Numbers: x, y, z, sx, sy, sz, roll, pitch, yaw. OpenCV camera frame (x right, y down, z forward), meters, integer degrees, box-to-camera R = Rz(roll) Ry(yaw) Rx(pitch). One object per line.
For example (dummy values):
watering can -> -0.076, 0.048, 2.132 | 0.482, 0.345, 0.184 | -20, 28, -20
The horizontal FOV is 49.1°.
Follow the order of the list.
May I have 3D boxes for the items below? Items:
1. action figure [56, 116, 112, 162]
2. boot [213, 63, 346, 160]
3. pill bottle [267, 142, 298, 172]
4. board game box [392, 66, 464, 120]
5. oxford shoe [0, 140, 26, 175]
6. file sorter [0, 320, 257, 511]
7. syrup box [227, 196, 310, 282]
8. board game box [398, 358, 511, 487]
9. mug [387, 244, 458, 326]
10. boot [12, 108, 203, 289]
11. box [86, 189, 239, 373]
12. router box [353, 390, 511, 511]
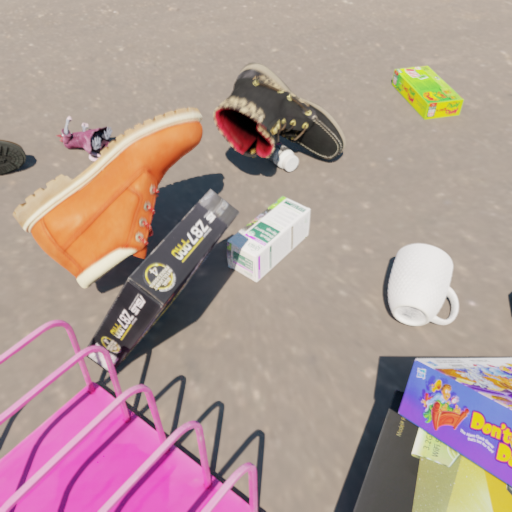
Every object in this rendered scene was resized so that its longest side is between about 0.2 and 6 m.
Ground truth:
action figure -> -3.678, -2.435, 11.909 | 1.289, 0.960, 0.863 | 1, 5, 24
boot -> 0.466, -2.459, 10.803 | 2.619, 0.958, 1.972 | 40, 41, -10
pill bottle -> 0.518, -2.047, 11.495 | 0.421, 0.421, 0.723 | -27, 50, -25
board game box -> 4.093, -3.956, 13.496 | 0.916, 0.430, 1.804 | -10, 44, -10
oxford shoe -> -5.780, -2.176, 11.324 | 2.365, 0.859, 0.998 | 2, 42, 2
file sorter -> -1.673, 2.354, 5.804 | 3.001, 1.882, 2.086 | 28, 51, 26
syrup box -> 0.230, -0.305, 9.514 | 0.610, 0.631, 1.550 | 28, 49, 27
board game box -> 3.226, 1.765, 5.932 | 2.881, 0.645, 1.937 | 8, 11, -37
mug -> 2.576, 0.570, 8.521 | 1.195, 0.882, 1.048 | 32, 56, -10
boot -> -1.817, -0.874, 8.373 | 3.097, 1.162, 1.661 | -37, 92, -1
box -> -1.309, 0.395, 7.518 | 0.571, 2.325, 1.874 | 37, 48, -4
router box -> 2.162, 3.358, 5.414 | 2.779, 0.923, 3.534 | 17, 46, 18
